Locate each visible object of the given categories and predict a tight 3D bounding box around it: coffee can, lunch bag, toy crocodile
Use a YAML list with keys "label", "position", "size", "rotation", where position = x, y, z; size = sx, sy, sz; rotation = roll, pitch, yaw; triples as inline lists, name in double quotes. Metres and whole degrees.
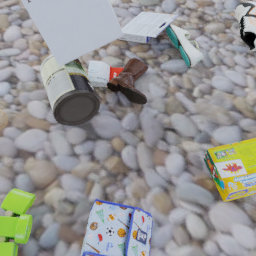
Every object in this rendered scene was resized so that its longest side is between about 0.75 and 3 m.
- label: "coffee can"
  position: [-1.545, -1.036, 7.304]
  size: [1.179, 1.179, 1.611]
  rotation: [-18, 56, -13]
- label: "lunch bag"
  position: [-0.160, 2.048, 5.356]
  size: [1.264, 0.783, 1.075]
  rotation: [16, 54, -7]
- label: "toy crocodile"
  position: [-2.327, 2.409, 5.101]
  size: [0.917, 0.839, 2.716]
  rotation: [7, 59, -6]

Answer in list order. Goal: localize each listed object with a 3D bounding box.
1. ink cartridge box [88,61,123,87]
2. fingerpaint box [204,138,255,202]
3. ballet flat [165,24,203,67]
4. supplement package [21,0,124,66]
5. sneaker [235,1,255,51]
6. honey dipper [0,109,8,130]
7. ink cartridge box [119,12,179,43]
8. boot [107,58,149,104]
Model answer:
- label: "ink cartridge box"
  position: [-0.650, -1.593, 8.271]
  size: [1.052, 0.249, 0.842]
  rotation: [2, 55, -2]
- label: "fingerpaint box"
  position: [2.593, 0.912, 6.314]
  size: [1.370, 0.503, 1.143]
  rotation: [-12, 54, -8]
- label: "ballet flat"
  position: [1.800, -2.684, 8.845]
  size: [0.635, 0.635, 1.828]
  rotation: [-17, 61, -12]
- label: "supplement package"
  position: [-1.132, -2.579, 6.222]
  size: [1.522, 1.511, 2.005]
  rotation: [-24, 27, 6]
- label: "sneaker"
  position: [4.053, -3.391, 9.248]
  size: [0.910, 0.839, 2.275]
  rotation: [-12, 55, -6]
- label: "honey dipper"
  position: [-2.081, -0.878, 2.932]
  size: [0.431, 0.431, 2.272]
  rotation: [-40, 98, -25]
- label: "ink cartridge box"
  position: [0.690, -3.341, 9.309]
  size: [1.537, 0.333, 1.509]
  rotation: [22, 55, 32]
- label: "boot"
  position: [0.295, -1.418, 8.084]
  size: [1.339, 0.461, 1.436]
  rotation: [30, 54, 16]
